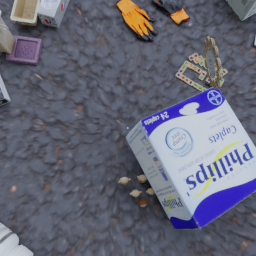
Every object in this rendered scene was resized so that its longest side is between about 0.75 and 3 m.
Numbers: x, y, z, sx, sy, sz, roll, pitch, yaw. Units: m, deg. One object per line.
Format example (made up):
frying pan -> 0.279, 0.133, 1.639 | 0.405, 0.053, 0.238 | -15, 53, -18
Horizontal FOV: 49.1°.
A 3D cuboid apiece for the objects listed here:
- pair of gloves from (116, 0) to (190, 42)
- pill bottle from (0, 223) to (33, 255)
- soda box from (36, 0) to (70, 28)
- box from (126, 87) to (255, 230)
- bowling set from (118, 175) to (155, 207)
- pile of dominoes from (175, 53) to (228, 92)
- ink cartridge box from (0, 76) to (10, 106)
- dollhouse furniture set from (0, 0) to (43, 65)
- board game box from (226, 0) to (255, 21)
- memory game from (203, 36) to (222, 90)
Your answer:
pair of gloves -> 0.765, -3.578, 8.444 | 1.888, 0.233, 1.682 | -31, 80, -7
pill bottle -> -3.428, 2.794, 6.628 | 2.156, 1.227, 1.227 | 34, 80, 7
soda box -> -2.089, -3.934, 8.326 | 0.557, 0.599, 1.755 | 17, 80, 4
box -> 1.635, 0.678, 6.683 | 2.353, 1.342, 2.558 | -25, 79, -22
bowling set -> 0.422, 1.576, 7.157 | 1.241, 0.666, 0.864 | -12, 78, -2
pile of dominoes -> 2.150, -1.589, 8.047 | 1.258, 0.200, 0.981 | 32, 80, 6
ink cartridge box -> -4.662, -1.264, 7.857 | 2.040, 0.485, 2.064 | -25, 81, -5
dollhouse furniture set -> -3.432, -3.373, 7.544 | 2.042, 1.829, 2.577 | 8, 78, -1
board game box -> 4.118, -4.428, 8.105 | 2.341, 1.228, 1.206 | -31, 80, -6
memory game -> 1.266, -0.967, 4.202 | 0.052, 0.812, 0.812 | -12, 79, 4
